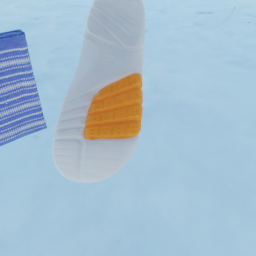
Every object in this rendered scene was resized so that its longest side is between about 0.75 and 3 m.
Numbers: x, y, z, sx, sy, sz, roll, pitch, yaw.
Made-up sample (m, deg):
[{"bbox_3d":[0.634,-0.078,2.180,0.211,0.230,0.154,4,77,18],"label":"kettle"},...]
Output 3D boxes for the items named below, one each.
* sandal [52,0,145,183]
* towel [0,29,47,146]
[{"bbox_3d":[-0.185,-0.481,3.236,0.870,0.651,2.270,10,76,6],"label":"sandal"},{"bbox_3d":[-1.395,-0.346,3.010,0.913,1.261,0.150,-27,42,-31],"label":"towel"}]
